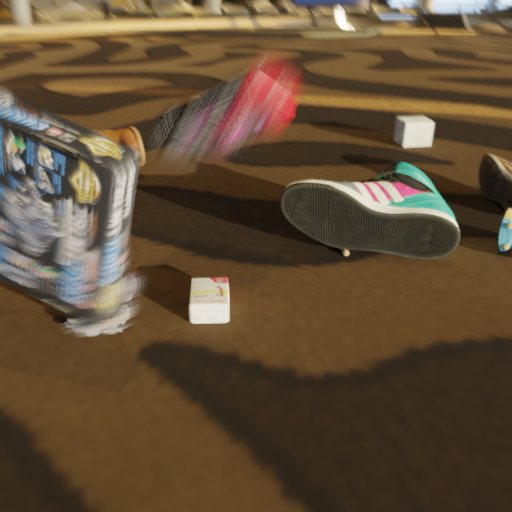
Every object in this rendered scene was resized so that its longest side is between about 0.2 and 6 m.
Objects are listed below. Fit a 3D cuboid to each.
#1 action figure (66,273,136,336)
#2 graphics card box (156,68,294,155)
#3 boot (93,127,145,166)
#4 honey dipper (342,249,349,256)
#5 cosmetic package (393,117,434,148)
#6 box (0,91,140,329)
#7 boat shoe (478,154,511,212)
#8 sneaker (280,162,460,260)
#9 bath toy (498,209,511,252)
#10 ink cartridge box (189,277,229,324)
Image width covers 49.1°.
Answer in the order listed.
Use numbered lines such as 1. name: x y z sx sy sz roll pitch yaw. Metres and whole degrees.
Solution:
1. action figure: -2.109 0.662 7.749 0.857 0.457 1.316 11 33 2
2. graphics card box: -0.471 -2.164 8.661 1.856 0.472 1.164 -16 -8 25
3. boot: -3.925 -2.514 13.195 2.000 0.988 2.576 -18 31 -33
4. honey dipper: 1.448 -0.277 9.842 0.186 0.186 0.982 -3 31 -6
5. cosmetic package: 4.268 -3.367 15.206 0.816 0.672 0.673 -3 28 -9
6. box: -2.715 -0.588 6.831 2.424 2.443 0.607 23 38 9
7. boat shoe: 5.262 -1.439 11.480 0.782 0.825 2.180 0 36 -7
8. sneaker: 1.994 -0.997 9.889 2.982 1.247 1.800 14 33 3
9. bath toy: 5.043 -0.210 9.126 2.005 0.872 0.741 19 10 24
10. ink cartridge box: -0.656 0.621 7.943 0.543 0.312 0.749 -2 28 -3
